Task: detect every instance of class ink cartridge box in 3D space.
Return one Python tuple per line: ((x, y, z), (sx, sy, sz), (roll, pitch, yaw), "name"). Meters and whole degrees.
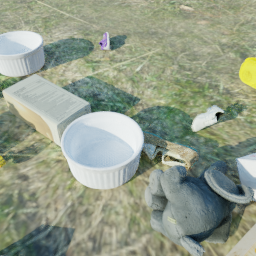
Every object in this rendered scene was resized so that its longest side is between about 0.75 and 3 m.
((4.143, 0.946, 6.431), (2.536, 1.075, 1.847), (-15, 1, -14), "ink cartridge box")

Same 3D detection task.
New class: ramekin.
((-4.429, -2.986, 11.322), (2.147, 1.047, 2.147), (0, 43, 0), "ramekin")
((-0.641, 0.602, 7.455), (2.104, 1.025, 2.104), (0, 43, 0), "ramekin")

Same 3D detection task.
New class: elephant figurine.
((1.819, 1.539, 6.143), (2.544, 1.800, 1.974), (0, 69, -23), "elephant figurine")

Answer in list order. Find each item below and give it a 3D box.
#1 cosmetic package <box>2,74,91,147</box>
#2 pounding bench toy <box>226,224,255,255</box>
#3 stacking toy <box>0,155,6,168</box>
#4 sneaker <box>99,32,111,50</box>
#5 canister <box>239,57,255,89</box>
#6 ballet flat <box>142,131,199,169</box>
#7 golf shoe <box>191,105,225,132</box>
((-2.533, -0.628, 8.846), (2.624, 0.933, 1.380), (30, 50, 28), "cosmetic package")
((2.355, 2.998, 4.388), (2.693, 1.673, 2.101), (-29, 51, -28), "pounding bench toy")
((-4.629, 0.890, 7.542), (2.260, 0.531, 1.704), (27, 52, 33), "stacking toy")
((-1.078, -3.988, 12.839), (0.521, 0.504, 1.249), (-7, 43, 1), "sneaker")
((5.635, -2.273, 10.607), (2.302, 0.996, 1.709), (-29, 50, -29), "canister")
((0.942, 0.629, 7.736), (1.952, 0.688, 0.637), (16, 58, 22), "ballet flat")
((2.418, -0.256, 8.450), (1.100, 0.431, 0.535), (-40, 30, -7), "golf shoe")
